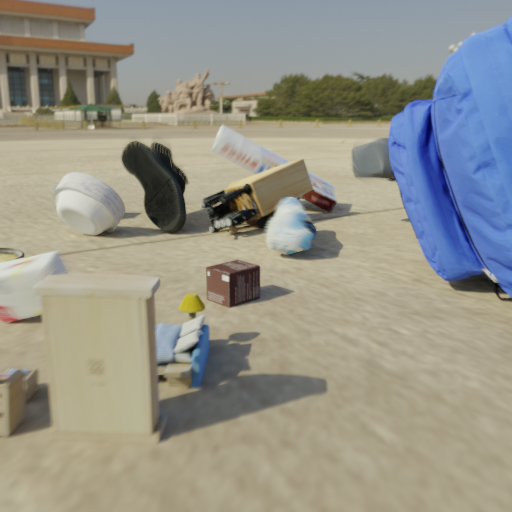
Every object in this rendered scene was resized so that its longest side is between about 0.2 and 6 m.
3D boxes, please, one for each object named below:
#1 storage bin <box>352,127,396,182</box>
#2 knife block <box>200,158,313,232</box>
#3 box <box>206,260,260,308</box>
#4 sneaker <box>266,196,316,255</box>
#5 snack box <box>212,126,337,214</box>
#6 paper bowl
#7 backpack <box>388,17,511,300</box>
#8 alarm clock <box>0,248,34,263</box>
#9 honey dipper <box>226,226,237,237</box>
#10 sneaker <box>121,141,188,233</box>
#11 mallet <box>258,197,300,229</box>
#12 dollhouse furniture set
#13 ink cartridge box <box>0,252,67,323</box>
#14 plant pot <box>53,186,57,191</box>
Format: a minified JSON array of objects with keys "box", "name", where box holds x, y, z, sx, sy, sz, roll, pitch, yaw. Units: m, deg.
[{"box":[2.634,-2.029,11.177,1.036,1.123,1.543,-7,4,-17],"name":"storage bin"},{"box":[0.068,-1.228,11.545,2.363,0.756,2.074,-19,13,2],"name":"knife block"},{"box":[-0.295,0.350,7.266,0.560,0.460,0.464,-13,20,-42],"name":"box"},{"box":[0.666,-0.522,9.975,0.799,0.792,2.205,16,19,2],"name":"sneaker"},{"box":[0.471,-2.080,13.410,3.182,0.387,1.144,26,24,-11],"name":"snack box"},{"box":[-3.270,-0.917,10.788,1.333,1.333,0.693,8,56,27],"name":"paper bowl"},{"box":[3.802,-1.188,7.158,3.894,3.771,4.641,-24,7,24],"name":"backpack"},{"box":[-3.823,0.266,7.436,1.639,0.546,1.106,-2,15,-16],"name":"alarm clock"},{"box":[-0.494,-0.463,10.879,0.146,0.146,0.771,2,10,8],"name":"honey dipper"},{"box":[-1.941,-1.528,12.186,2.963,0.890,1.545,56,16,29],"name":"sneaker"},{"box":[0.575,-1.217,13.149,1.117,0.698,3.393,-1,19,1],"name":"mallet"},{"box":[-1.374,0.566,4.934,1.766,1.221,1.871,1,14,3],"name":"dollhouse furniture set"},{"box":[-2.580,0.357,6.379,0.849,0.616,0.354,-11,32,8],"name":"ink cartridge box"},{"box":[-3.979,-1.192,12.520,0.770,0.784,0.768,1,14,5],"name":"plant pot"}]
